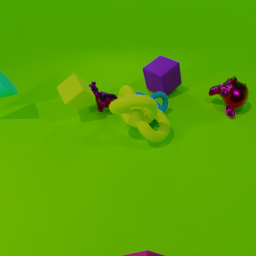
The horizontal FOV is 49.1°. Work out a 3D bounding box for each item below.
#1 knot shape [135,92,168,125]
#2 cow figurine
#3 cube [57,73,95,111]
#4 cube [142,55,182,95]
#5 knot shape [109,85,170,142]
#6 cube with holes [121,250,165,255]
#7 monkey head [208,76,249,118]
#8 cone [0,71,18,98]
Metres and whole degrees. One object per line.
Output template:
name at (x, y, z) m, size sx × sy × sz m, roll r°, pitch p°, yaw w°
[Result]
knot shape at (0.800, -0.694, 8.629) m, size 1.099 × 0.542 × 1.174 m, roll -18°, pitch 77°, yaw -28°
cow figurine at (-0.827, -1.019, 9.010) m, size 1.059 × 0.581 × 1.042 m, roll -1°, pitch 56°, yaw -23°
cube at (-1.538, -1.051, 8.339) m, size 0.704 × 0.704 × 0.704 m, roll -36°, pitch 64°, yaw 12°
cube at (1.202, -1.814, 9.785) m, size 0.926 × 0.926 × 0.926 m, roll -39°, pitch 48°, yaw -20°
knot shape at (0.239, -0.466, 7.518) m, size 1.919 × 1.796 × 0.887 m, roll 37°, pitch 91°, yaw 23°
cube with holes at (0.302, 2.193, 3.778) m, size 0.773 × 0.773 × 0.773 m, roll 27°, pitch 50°, yaw -23°
monkey head at (3.268, -1.073, 9.051) m, size 1.121 × 0.939 × 1.558 m, roll -8°, pitch 43°, yaw 50°
cone at (-3.997, -1.055, 8.162) m, size 1.056 × 1.052 × 1.052 m, roll -40°, pitch 43°, yaw 2°
